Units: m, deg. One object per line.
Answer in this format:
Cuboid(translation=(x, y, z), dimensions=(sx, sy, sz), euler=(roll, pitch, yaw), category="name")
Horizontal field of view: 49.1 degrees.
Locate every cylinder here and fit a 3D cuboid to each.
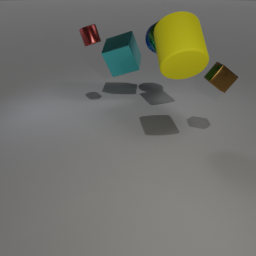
Cuboid(translation=(1.534, -2.388, 8.231), dimensions=(1.400, 1.400, 1.400), euler=(-3, 66, -6), category="cylinder")
Cuboid(translation=(-1.532, -3.748, 11.337), dimensions=(0.700, 0.700, 0.700), euler=(-17, 17, 6), category="cylinder")
Cuboid(translation=(1.716, -3.486, 11.377), dimensions=(1.400, 1.400, 1.400), euler=(-10, 51, -18), category="cylinder")

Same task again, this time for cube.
Cuboid(translation=(-0.273, -3.545, 13.456), dimensions=(1.400, 1.400, 1.400), euler=(-11, 42, 20), category="cube")
Cuboid(translation=(3.152, -1.725, 9.545), dimensions=(0.700, 0.700, 0.700), euler=(34, 18, -14), category="cube")

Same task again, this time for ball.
Cuboid(translation=(1.490, -4.104, 12.814), dimensions=(1.400, 1.400, 1.400), euler=(0, 28, 0), category="ball")
